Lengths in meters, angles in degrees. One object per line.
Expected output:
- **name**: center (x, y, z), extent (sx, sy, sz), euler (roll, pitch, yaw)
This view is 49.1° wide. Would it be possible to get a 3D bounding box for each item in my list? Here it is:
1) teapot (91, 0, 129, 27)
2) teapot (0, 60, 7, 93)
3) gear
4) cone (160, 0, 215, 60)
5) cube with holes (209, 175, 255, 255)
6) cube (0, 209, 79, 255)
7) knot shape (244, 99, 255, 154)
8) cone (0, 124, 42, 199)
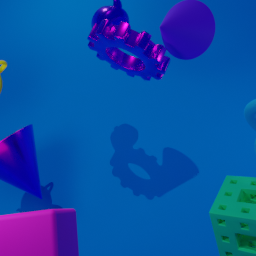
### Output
- **teapot**: center (-0.449, -2.499, 6.603), extent (0.944, 1.518, 0.743), euler (-18, 53, -43)
- **teapot**: center (-2.980, -0.839, 5.637), extent (0.885, 0.697, 1.424), euler (40, 82, 5)
- **gear**: center (0.007, -1.603, 5.998), extent (1.770, 1.770, 0.327), euler (22, 81, 10)
- **cone**: center (0.920, -1.944, 5.503), extent (1.218, 1.218, 1.223), euler (44, 34, 18)
- **cube with holes**: center (2.087, 1.528, 4.612), extent (1.020, 1.020, 1.020), euler (-2, 25, 37)
- **cube**: center (-1.355, 1.747, 3.572), extent (1.246, 1.246, 1.246), euler (-7, 74, -1)
- **knot shape**: center (3.069, 0.166, 5.888), extent (0.814, 1.649, 1.762), euler (-23, 88, 11)
- **cone**: center (-2.168, 0.888, 5.720), extent (1.408, 1.408, 1.413), euler (-35, 98, -15)
